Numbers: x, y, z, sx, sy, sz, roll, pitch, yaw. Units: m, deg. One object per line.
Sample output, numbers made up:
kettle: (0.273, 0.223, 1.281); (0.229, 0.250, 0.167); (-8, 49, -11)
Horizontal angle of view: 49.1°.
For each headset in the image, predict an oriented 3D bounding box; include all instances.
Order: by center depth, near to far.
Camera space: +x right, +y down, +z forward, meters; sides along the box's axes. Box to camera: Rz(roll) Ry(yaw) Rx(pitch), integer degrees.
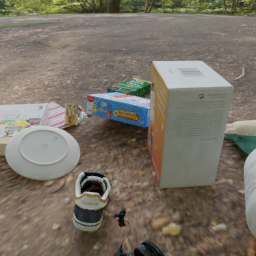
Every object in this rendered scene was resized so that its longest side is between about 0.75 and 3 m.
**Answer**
headset: (0.150, 2.464, 5.313); (1.121, 0.853, 1.816); (-9, 41, -18)

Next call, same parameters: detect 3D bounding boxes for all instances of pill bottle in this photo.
pill bottle: (3.379, 1.667, 5.939); (1.652, 1.652, 2.890); (9, 30, 16)

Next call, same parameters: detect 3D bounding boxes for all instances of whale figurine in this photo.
whale figurine: (4.001, 0.299, 9.415); (1.702, 1.110, 2.139); (-4, 4, -19)

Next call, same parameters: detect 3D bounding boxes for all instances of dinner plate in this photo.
dinner plate: (-2.572, 0.633, 8.610); (2.218, 0.269, 2.218); (11, 41, -10)

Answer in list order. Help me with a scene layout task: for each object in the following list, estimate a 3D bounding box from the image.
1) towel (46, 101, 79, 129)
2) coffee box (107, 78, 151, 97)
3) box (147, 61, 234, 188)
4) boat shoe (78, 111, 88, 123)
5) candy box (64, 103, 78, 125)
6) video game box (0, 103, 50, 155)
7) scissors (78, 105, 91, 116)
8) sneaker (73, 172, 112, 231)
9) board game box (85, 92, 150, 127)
towel: (-3.195, -0.405, 11.274); (1.665, 0.340, 2.275); (-25, 40, -37)
coffee box: (0.123, -1.928, 13.893); (1.294, 0.463, 2.104); (23, 36, 36)
box: (1.535, -0.160, 7.943); (1.573, 2.958, 2.252); (-2, 28, -6)
boat shoe: (-1.571, -0.354, 10.036); (0.322, 0.328, 0.924); (21, 10, -13)
candy box: (-2.153, -0.528, 10.662); (0.469, 0.813, 0.225); (5, -12, -27)
video game box: (-4.258, 0.008, 9.804); (2.606, 0.610, 2.374); (-2, 34, 0)
scissors: (-1.989, -0.794, 12.177); (1.340, 0.093, 0.490); (25, 39, 35)
sneaker: (-0.839, 1.436, 6.806); (0.896, 0.908, 2.286); (8, 15, -10)
board game box: (0.035, -0.783, 10.771); (2.400, 0.685, 2.451); (14, 14, 22)
